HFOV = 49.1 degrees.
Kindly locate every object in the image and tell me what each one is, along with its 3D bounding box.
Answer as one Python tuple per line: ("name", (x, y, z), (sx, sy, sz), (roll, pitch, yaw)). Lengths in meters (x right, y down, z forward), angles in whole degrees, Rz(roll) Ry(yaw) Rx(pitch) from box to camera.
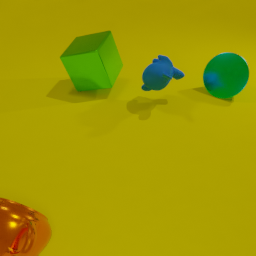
("cube", (-1.028, -1.973, 8.339), (1.230, 1.230, 1.230), (-2, 43, 23))
("cone", (3.178, -1.536, 8.631), (1.322, 1.322, 1.327), (26, 16, 32))
("teapot", (-1.666, 1.482, 3.793), (1.747, 1.086, 0.855), (-17, 44, 46))
("monkey head", (0.941, -1.366, 7.544), (1.065, 1.480, 0.892), (26, 76, -16))
